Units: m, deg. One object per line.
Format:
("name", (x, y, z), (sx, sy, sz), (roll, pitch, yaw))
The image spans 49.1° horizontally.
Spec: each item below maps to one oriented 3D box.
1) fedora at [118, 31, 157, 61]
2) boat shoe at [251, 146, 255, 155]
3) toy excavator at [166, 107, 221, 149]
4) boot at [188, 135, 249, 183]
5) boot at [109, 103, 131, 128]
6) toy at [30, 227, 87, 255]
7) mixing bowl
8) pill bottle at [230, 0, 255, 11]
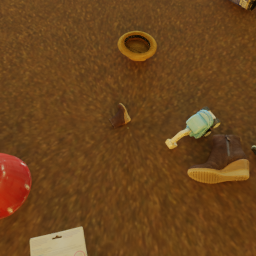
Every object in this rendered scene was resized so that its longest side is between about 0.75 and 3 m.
("fedora", (0.340, -2.969, 10.522), (1.501, 0.612, 1.501), (-1, 61, 1))
("boat shoe", (4.082, 0.916, 8.527), (0.300, 0.318, 0.886), (-28, 67, -20))
("toy excavator", (1.958, 0.037, 8.734), (1.398, 1.359, 0.698), (-11, 58, -38))
("boot", (2.664, 0.879, 8.503), (1.822, 0.659, 1.516), (1, 49, 2))
("boot", (-0.344, -0.422, 9.292), (0.648, 0.282, 0.779), (-23, 67, -14))
("toy", (-1.565, 3.781, 6.808), (1.343, 0.551, 2.333), (-11, 61, -9))
("mixing bowl", (-3.842, 1.452, 7.808), (1.997, 1.081, 1.997), (0, 60, -1))
("pill bottle", (4.766, -5.788, 11.900), (1.686, 0.943, 0.943), (40, 68, 19))
